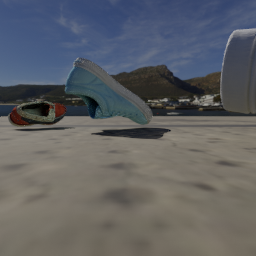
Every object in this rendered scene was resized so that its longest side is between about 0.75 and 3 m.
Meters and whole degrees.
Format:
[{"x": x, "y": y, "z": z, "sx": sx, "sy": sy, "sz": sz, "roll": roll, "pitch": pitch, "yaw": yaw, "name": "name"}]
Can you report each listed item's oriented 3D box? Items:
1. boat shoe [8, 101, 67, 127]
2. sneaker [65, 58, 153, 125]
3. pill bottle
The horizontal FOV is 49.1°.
[{"x": -2.189, "y": -0.422, "z": 7.190, "sx": 0.543, "sy": 0.617, "sz": 1.735, "roll": -38, "pitch": -13, "yaw": 32, "name": "boat shoe"}, {"x": -0.479, "y": -0.558, "z": 6.835, "sx": 2.540, "sy": 1.041, "sz": 0.939, "roll": 34, "pitch": -13, "yaw": -31, "name": "sneaker"}, {"x": 2.372, "y": -0.599, "z": 3.257, "sx": 2.279, "sy": 1.292, "sz": 1.292, "roll": 10, "pitch": 8, "yaw": 31, "name": "pill bottle"}]
